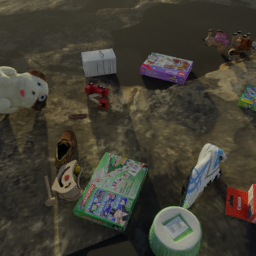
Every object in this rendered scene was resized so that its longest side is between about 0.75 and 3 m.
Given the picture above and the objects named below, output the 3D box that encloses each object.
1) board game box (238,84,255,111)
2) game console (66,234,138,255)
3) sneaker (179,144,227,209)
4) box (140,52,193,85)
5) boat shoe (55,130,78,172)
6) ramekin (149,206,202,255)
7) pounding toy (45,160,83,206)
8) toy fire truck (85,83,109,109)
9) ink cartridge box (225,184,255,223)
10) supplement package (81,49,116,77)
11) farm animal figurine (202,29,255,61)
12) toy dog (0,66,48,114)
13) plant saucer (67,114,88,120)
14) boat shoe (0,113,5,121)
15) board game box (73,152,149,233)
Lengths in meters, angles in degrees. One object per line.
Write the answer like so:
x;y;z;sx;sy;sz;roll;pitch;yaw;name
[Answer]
6.147;-1.153;12.356;2.141;0.312;1.441;23;49;21;board game box
-0.719;4.185;7.054;2.469;1.437;2.171;-17;77;-16;game console
2.489;1.585;9.197;0.966;0.958;2.667;30;55;16;sneaker
1.953;-3.046;14.148;2.286;0.447;1.564;18;48;17;box
-2.253;0.688;10.267;0.679;0.642;1.888;-2;45;-2;boat shoe
1.347;2.974;7.906;1.498;0.732;1.498;0;45;0;ramekin
-1.979;1.682;8.883;0.947;0.950;1.656;-12;40;24;pounding toy
-1.410;-1.489;12.651;1.496;0.365;1.055;19;48;18;toy fire truck
4.147;2.380;8.645;2.071;0.521;1.128;13;46;11;ink cartridge box
-1.445;-3.269;14.038;1.583;0.928;0.925;-10;46;-10;supplement package
5.611;-4.394;15.030;2.517;1.327;2.545;-18;39;-34;farm animal figurine
-4.875;-1.502;11.757;2.982;2.081;2.891;2;2;2;toy dog
-2.004;-0.434;11.212;0.819;0.150;0.819;-4;13;1;plant saucer
-5.800;-0.393;11.466;1.448;0.481;0.536;-26;51;-24;boat shoe
-0.469;1.983;9.170;1.653;0.358;2.457;15;47;15;board game box
